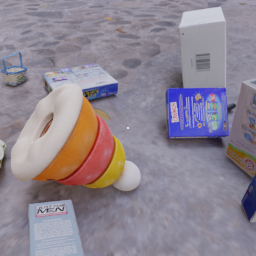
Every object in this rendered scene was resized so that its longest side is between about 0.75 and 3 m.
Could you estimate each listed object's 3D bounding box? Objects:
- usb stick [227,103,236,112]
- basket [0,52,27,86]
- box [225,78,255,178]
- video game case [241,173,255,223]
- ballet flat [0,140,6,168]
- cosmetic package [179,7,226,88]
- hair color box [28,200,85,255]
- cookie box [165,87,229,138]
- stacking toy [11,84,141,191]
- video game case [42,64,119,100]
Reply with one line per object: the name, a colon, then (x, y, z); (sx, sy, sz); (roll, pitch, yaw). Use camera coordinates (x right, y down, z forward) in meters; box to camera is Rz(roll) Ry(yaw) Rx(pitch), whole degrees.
usb stick: (2.957, -0.506, 8.965); (1.286, 0.356, 0.210); (-24, 86, -28)
basket: (-4.269, -2.230, 10.529); (0.760, 1.093, 0.964); (8, 31, 19)
box: (3.367, -0.032, 6.763); (1.241, 2.206, 1.118); (-15, 36, -22)
video game case: (3.688, 0.834, 5.352); (2.307, 2.545, 0.578); (-3, 44, -4)
ballet flat: (-3.317, 0.614, 7.007); (0.616, 0.616, 1.772); (-11, 26, -14)
cosmetic package: (2.649, -2.732, 9.858); (1.451, 2.353, 2.360); (-3, 32, 15)
hair color box: (-0.994, 2.295, 3.945); (0.752, 1.229, 2.482); (-1, 24, -19)
cookie box: (1.927, -0.420, 7.997); (1.650, 0.620, 1.412); (0, 81, -1)
stacking toy: (-0.730, 0.608, 5.903); (2.829, 2.067, 2.067); (35, 25, -30)
video game case: (-1.762, -1.633, 10.119); (2.217, 0.504, 2.010); (-15, 37, -23)
